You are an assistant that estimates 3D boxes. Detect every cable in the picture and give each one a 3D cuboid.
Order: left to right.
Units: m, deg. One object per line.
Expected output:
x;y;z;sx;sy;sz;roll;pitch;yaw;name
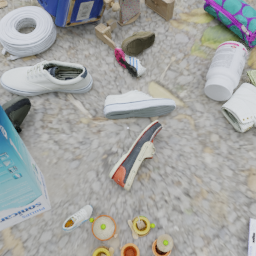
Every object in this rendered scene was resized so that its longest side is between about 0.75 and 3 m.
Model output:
-3.621;-3.494;10.042;2.020;0.699;2.020;-11;65;-5;cable

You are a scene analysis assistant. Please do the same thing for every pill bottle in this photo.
3.145;-1.832;9.080;1.015;1.015;1.790;22;66;10;pill bottle

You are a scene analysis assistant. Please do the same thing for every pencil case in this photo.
3.886;-4.070;10.120;1.142;1.052;2.472;-24;64;-37;pencil case

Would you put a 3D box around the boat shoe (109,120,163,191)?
0.372;0.731;7.997;0.690;0.785;2.207;35;72;14;boat shoe

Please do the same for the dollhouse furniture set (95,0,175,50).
0.259;-4.126;9.940;2.832;1.468;1.254;-40;69;-17;dollhouse furniture set

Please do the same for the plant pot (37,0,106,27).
-1.836;-4.866;9.694;2.188;2.188;1.967;-24;79;-29;plant pot

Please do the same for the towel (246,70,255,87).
4.608;-1.508;9.164;1.391;0.254;1.032;-8;64;-23;towel

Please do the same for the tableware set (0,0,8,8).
-5.267;-5.148;11.152;0.937;0.130;1.121;-9;64;-4;tableware set

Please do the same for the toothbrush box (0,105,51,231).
-2.259;0.736;4.320;1.462;1.996;0.851;-23;44;-10;toothbrush box

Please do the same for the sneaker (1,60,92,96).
-2.663;-1.722;9.001;2.977;1.054;1.087;-2;65;-1;sneaker

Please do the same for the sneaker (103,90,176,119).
0.344;-0.813;8.708;2.240;0.818;0.793;-3;66;-2;sneaker

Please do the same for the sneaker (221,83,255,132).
4.020;-0.162;8.431;1.418;0.904;2.454;-42;64;-14;sneaker

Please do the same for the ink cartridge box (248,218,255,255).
3.581;2.936;7.248;0.981;0.213;0.972;14;65;4;ink cartridge box

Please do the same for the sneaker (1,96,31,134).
-3.437;0.394;8.043;1.555;1.037;2.714;31;71;12;sneaker

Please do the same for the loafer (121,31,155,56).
0.283;-2.958;9.709;0.583;0.657;1.727;26;38;29;loafer

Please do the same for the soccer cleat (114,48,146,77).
0.073;-2.281;9.661;0.590;0.477;1.365;-25;66;-32;soccer cleat

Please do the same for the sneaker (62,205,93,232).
-1.318;2.395;7.423;0.925;0.374;0.354;-39;69;-18;sneaker

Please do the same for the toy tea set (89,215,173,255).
0.032;2.780;6.998;2.163;0.801;1.286;-6;65;-3;toy tea set
